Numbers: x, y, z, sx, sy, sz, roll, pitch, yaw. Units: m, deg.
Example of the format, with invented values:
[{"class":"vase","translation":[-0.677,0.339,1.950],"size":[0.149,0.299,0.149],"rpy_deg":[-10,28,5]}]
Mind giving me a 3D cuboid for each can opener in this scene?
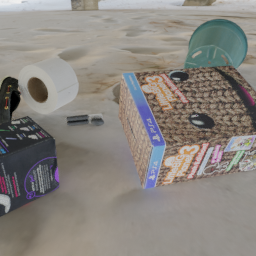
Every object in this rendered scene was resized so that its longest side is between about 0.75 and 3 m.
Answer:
[{"class":"can opener","translation":[-1.311,-0.251,8.619],"size":[1.141,0.300,0.379],"rpy_deg":[-4,23,-6]}]

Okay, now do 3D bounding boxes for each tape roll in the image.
[{"class":"tape roll","translation":[-2.660,-1.434,9.420],"size":[1.660,1.660,1.140],"rpy_deg":[13,30,23]}]

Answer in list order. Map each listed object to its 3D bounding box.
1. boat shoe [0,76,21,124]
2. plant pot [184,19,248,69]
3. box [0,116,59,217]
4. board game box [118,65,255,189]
[{"class":"boat shoe","translation":[-3.878,-0.924,9.078],"size":[0.810,0.945,2.584],"rpy_deg":[4,32,-10]},{"class":"plant pot","translation":[3.478,-2.875,11.539],"size":[2.549,2.549,2.496],"rpy_deg":[11,37,21]},{"class":"box","translation":[-2.600,0.840,5.386],"size":[2.199,1.344,1.166],"rpy_deg":[-23,39,-37]},{"class":"board game box","translation":[1.476,-0.161,6.540],"size":[2.945,1.426,2.348],"rpy_deg":[-7,46,-14]}]
